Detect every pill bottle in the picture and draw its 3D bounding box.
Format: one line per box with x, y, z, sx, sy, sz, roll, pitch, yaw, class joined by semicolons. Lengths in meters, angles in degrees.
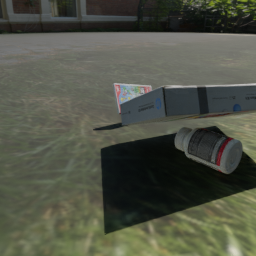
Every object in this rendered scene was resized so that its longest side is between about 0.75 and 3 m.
1.637;0.401;5.862;0.711;0.711;1.285;-19;29;-38;pill bottle

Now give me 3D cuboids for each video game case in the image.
0.219;-0.854;8.354;1.317;0.942;0.115;-1;-19;-30;video game case

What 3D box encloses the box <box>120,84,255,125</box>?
1.600;-0.519;6.476;2.993;0.616;2.333;-6;-1;-22;box
